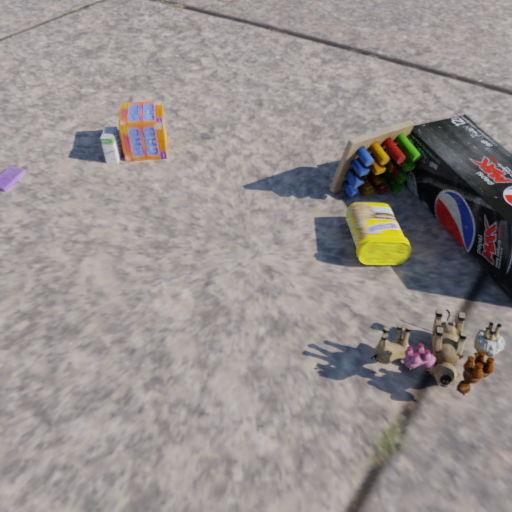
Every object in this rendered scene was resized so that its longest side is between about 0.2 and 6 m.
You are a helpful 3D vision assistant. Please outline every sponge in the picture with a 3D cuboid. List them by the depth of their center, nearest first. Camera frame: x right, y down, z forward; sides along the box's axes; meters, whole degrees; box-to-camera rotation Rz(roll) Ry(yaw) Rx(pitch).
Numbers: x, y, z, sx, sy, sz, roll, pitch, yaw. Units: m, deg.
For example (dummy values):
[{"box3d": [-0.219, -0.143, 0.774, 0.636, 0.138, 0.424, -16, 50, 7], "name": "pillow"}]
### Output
[{"box3d": [-5.606, -1.737, 12.637, 0.430, 0.115, 0.771, 14, 46, 13], "name": "sponge"}]

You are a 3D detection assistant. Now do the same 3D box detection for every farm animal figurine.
[{"box3d": [2.847, 1.538, 8.804, 1.719, 0.896, 1.700, 18, 35, 28], "name": "farm animal figurine"}]

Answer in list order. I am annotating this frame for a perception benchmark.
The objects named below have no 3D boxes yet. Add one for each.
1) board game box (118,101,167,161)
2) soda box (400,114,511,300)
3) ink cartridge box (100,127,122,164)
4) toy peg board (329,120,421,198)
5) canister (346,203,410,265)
[{"box3d": [-2.654, -2.954, 13.250, 0.994, 0.994, 0.994, -5, 44, -5], "name": "board game box"}, {"box3d": [4.568, -1.072, 11.043, 1.516, 1.357, 4.285, -14, 45, -13], "name": "soda box"}, {"box3d": [-3.374, -2.578, 13.076, 0.311, 0.710, 0.516, -1, 45, 4], "name": "ink cartridge box"}, {"box3d": [2.579, -1.846, 11.810, 1.590, 1.597, 0.781, -21, 63, -20], "name": "toy peg board"}, {"box3d": [2.335, -0.464, 10.941, 0.983, 0.573, 1.323, 1, 40, -8], "name": "canister"}]
